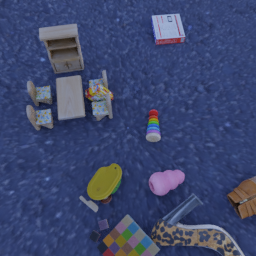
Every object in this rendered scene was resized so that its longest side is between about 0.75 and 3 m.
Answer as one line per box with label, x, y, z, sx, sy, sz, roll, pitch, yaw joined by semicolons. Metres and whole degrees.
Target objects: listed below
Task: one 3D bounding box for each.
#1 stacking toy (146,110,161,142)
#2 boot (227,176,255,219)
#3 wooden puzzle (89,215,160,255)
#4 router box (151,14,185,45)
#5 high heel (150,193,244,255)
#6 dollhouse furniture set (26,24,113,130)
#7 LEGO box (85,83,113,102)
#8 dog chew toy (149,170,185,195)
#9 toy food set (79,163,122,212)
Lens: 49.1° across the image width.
stacking toy;0.895;-0.124;9.790;0.503;0.503;1.179;4;58;2
boot;3.996;2.379;8.419;1.376;0.680;1.772;-27;68;-12
wooden puzzle;-0.018;3.412;7.991;1.316;0.156;2.219;-46;69;-2
router box;1.666;-4.161;11.749;1.204;0.328;1.341;-5;64;-2
high heel;1.993;3.464;7.926;1.899;0.951;2.664;-39;75;-2
dollhouse furniture set;-2.114;-1.761;9.699;2.723;1.929;2.965;-9;64;-4
LEGO box;-1.016;-1.174;9.934;0.612;0.821;0.317;-26;56;26
dog chew toy;1.253;1.650;8.783;1.156;0.720;0.720;-17;65;-17
toy food set;-0.733;1.887;8.798;0.945;0.525;1.607;16;59;38
